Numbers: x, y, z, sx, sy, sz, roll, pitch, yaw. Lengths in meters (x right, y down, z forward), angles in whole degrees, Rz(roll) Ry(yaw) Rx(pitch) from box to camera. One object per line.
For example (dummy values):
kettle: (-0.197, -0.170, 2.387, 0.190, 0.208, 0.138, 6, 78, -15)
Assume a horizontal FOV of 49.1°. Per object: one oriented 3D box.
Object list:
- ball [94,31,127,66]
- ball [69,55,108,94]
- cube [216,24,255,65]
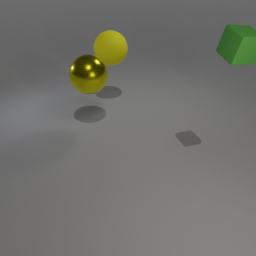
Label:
ball: (-0.723, -3.312, 11.639, 1.400, 1.400, 1.400, 0, 31, 0)
ball: (-1.410, -1.908, 10.027, 1.400, 1.400, 1.400, 0, 31, 0)
cube: (2.678, -1.980, 6.670, 0.700, 0.700, 0.700, -6, 44, -21)
